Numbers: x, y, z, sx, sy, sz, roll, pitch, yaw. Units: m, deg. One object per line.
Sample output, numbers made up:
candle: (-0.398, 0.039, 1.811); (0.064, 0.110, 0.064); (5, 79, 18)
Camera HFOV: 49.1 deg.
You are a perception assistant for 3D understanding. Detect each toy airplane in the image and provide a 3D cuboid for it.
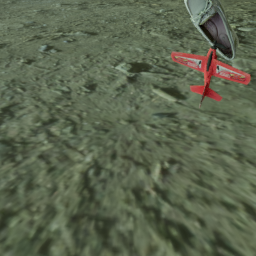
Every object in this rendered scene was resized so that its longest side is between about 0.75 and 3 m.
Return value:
toy airplane: (1.571, -1.004, 5.413); (1.557, 1.557, 0.286); (20, 52, 29)

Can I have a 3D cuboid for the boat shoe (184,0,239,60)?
boat shoe: (2.226, -2.722, 7.349); (0.783, 2.125, 0.681); (-26, 27, 34)
